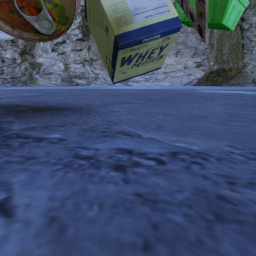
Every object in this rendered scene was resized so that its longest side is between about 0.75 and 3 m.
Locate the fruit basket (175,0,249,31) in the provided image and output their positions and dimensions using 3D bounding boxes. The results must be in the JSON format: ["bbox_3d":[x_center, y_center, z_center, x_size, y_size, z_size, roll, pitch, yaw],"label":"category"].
[{"bbox_3d":[2.538,-3.990,8.296,2.095,2.095,1.511,8,6,38],"label":"fruit basket"}]

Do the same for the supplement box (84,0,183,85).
[{"bbox_3d":[-0.038,-3.271,8.566,1.833,2.728,2.731,-20,-10,-10],"label":"supplement box"}]

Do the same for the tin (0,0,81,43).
[{"bbox_3d":[-1.619,-2.264,3.236,1.547,2.763,0.579,-6,50,29],"label":"tin"}]

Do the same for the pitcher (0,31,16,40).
[{"bbox_3d":[-2.805,-2.806,4.893,2.224,2.593,1.572,-18,-20,-20],"label":"pitcher"}]

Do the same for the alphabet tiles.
[{"bbox_3d":[0.975,-2.990,5.047,0.091,2.008,2.402,-23,-27,4],"label":"alphabet tiles"}]
